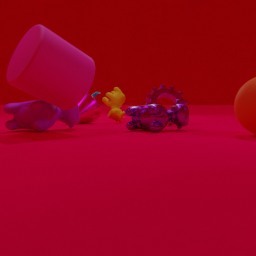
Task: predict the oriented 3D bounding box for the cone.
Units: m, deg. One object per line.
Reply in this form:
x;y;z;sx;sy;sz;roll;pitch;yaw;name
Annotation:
-1.626;-0.386;8.764;1.129;1.129;1.133;3;32;27;cone

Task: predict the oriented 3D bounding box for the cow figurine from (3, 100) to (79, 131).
-1.995;-0.343;6.852;1.558;0.855;1.533;-1;7;16;cow figurine

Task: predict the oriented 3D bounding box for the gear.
1.146;-0.690;8.328;1.258;1.258;0.233;-1;-24;-11;gear

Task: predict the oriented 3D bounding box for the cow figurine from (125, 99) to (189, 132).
0.754;-0.281;6.782;1.377;0.756;1.355;1;8;31;cow figurine

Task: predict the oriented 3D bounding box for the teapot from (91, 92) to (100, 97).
-2.132;-1.293;11.420;1.996;0.978;1.241;1;44;-29;teapot

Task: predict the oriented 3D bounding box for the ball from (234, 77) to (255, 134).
2.731;-0.438;5.508;1.205;1.205;1.205;0;5;0;ball

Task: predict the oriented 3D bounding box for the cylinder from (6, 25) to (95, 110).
-1.655;-1.264;6.075;1.366;1.366;1.366;27;-14;-40;cylinder

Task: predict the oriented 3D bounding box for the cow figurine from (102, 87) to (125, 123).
-0.368;-0.761;9.474;1.068;1.051;0.586;-43;-1;-42;cow figurine
